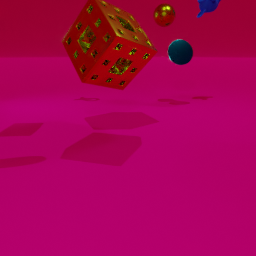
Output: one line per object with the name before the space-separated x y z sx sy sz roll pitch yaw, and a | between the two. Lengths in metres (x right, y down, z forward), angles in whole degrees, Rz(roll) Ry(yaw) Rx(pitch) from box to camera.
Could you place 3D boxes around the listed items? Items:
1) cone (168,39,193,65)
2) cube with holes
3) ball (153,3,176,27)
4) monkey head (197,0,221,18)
cone | 1.740 -2.556 9.979 0.897 0.897 0.900 -2 -3 -7
cube with holes | -0.466 -1.973 6.782 1.391 1.391 1.391 2 52 -48
ball | 1.206 -3.732 9.283 0.739 0.739 0.739 0 16 0
monkey head | 2.813 -4.242 9.435 1.192 0.718 0.858 -36 38 2
